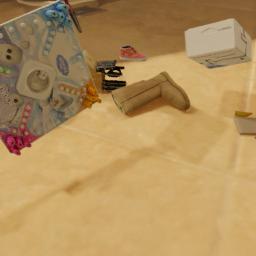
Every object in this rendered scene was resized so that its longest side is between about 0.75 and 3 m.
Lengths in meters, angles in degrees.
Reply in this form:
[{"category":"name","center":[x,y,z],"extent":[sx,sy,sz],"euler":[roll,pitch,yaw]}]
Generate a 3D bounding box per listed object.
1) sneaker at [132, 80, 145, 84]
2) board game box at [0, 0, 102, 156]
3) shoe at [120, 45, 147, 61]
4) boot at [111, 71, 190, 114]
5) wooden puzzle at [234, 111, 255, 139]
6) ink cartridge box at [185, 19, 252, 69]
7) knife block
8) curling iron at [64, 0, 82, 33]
[{"category":"sneaker","center":[0.892,-1.921,12.254],"extent":[1.478,0.517,0.665],"euler":[-13,44,-11]},{"category":"board game box","center":[-2.157,-1.120,6.729],"extent":[2.849,2.849,0.369],"euler":[-36,40,-24]},{"category":"shoe","center":[0.282,-3.883,14.497],"extent":[1.463,0.666,0.523],"euler":[4,40,5]},{"category":"boot","center":[0.889,-1.090,11.108],"extent":[2.460,0.814,2.155],"euler":[-25,56,-16]},{"category":"wooden puzzle","center":[4.504,-0.089,10.340],"extent":[1.083,0.188,1.605],"euler":[3,39,10]},{"category":"ink cartridge box","center":[3.185,-2.815,9.731],"extent":[1.656,0.956,2.268],"euler":[-3,-1,36]},{"category":"knife block","center":[-1.484,-2.028,12.272],"extent":[2.420,2.757,0.882],"euler":[42,31,-20]},{"category":"curling iron","center":[-2.230,-4.522,10.815],"extent":[0.244,1.906,0.472],"euler":[-23,-3,4]}]
